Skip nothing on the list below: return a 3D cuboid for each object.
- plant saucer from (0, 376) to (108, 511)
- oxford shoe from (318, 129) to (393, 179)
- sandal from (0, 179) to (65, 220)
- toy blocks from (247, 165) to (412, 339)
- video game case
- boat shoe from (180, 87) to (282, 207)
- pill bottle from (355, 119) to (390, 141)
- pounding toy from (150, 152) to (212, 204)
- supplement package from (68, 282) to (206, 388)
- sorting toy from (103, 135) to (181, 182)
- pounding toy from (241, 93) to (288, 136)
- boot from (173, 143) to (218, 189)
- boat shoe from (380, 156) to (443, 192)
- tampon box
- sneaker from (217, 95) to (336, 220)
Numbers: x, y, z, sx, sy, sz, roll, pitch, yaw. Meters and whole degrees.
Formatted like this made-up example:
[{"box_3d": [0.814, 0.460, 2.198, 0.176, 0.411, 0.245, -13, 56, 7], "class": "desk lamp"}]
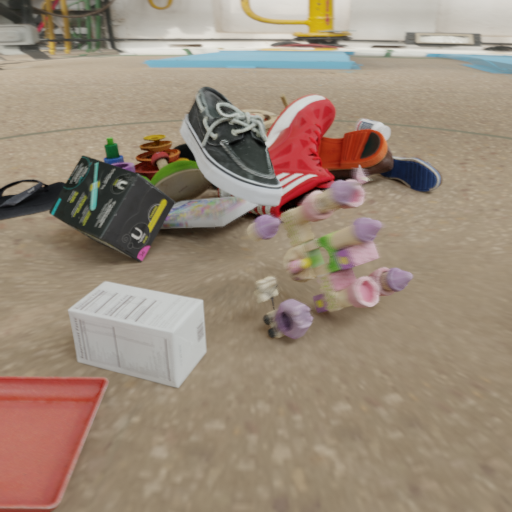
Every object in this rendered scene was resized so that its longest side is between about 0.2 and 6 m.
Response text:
[{"box_3d": [-2.256, 1.658, 4.944, 1.579, 0.290, 1.582, 0, 26, 1], "class": "plant saucer"}, {"box_3d": [1.571, -2.066, 12.470, 2.968, 1.057, 1.077, 6, -18, 35], "class": "oxford shoe"}, {"box_3d": [-4.585, -1.064, 10.522, 0.897, 0.505, 2.358, 21, 32, 37], "class": "sandal"}, {"box_3d": [0.948, -0.059, 6.588, 1.704, 1.592, 1.434, -18, -3, -35], "class": "toy blocks"}, {"box_3d": [-0.984, -0.761, 9.767, 1.854, 0.167, 1.327, -1, 21, 33], "class": "video game case"}, {"box_3d": [-0.326, -1.768, 8.480, 1.059, 0.980, 2.869, 8, 30, -27], "class": "boat shoe"}, {"box_3d": [3.291, -3.517, 15.763, 0.544, 0.544, 0.910, -17, 30, -32], "class": "pill bottle"}, {"box_3d": [-1.354, -1.649, 10.543, 1.630, 0.756, 1.258, -24, -17, 3], "class": "pounding toy"}, {"box_3d": [-1.291, 0.832, 6.178, 1.285, 0.731, 0.704, 10, 28, 19], "class": "supplement package"}, {"box_3d": [-2.487, -1.882, 11.337, 1.450, 0.991, 2.413, 7, 27, 26], "class": "sorting toy"}, {"box_3d": [0.023, -3.775, 15.232, 1.437, 1.441, 2.513, 20, 31, 28], "class": "pounding toy"}, {"box_3d": [-1.183, -1.969, 12.244, 1.831, 0.689, 1.369, 4, 25, 8], "class": "boot"}, {"box_3d": [3.435, -1.861, 12.089, 0.646, 0.645, 1.785, -11, 27, -26], "class": "boat shoe"}, {"box_3d": [-2.256, -0.746, 8.764, 1.486, 1.113, 0.938, 22, -10, 37], "class": "tampon box"}, {"box_3d": [1.032, -1.783, 10.945, 1.995, 1.353, 3.453, 27, 61, 28], "class": "sneaker"}]
